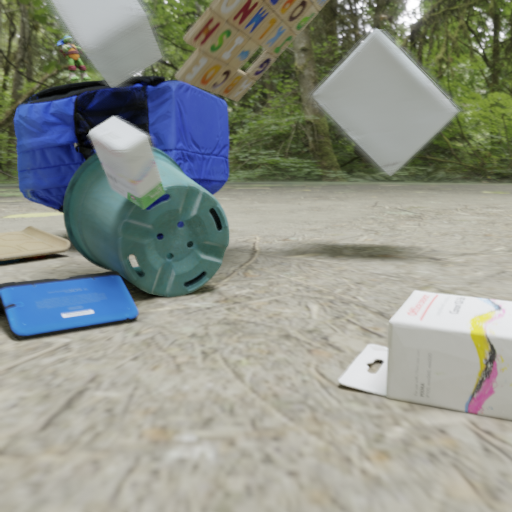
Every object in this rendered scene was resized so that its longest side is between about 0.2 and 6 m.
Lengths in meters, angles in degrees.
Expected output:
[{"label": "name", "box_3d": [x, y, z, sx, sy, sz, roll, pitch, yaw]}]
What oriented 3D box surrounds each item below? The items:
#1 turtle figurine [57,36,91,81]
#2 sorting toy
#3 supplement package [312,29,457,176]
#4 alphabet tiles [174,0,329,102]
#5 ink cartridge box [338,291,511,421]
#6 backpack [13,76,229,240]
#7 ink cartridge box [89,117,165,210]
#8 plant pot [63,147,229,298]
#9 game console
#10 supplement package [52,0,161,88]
[{"label": "turtle figurine", "box_3d": [-3.888, -4.396, 12.323, 1.009, 0.978, 0.726, -8, 13, 5]}, {"label": "sorting toy", "box_3d": [-4.364, -0.207, 9.501, 2.046, 0.274, 1.525, 17, 22, 36]}, {"label": "supplement package", "box_3d": [2.163, -2.530, 9.405, 1.394, 1.813, 1.896, -44, 0, 20]}, {"label": "alphabet tiles", "box_3d": [0.063, -3.406, 8.214, 2.549, 0.115, 3.049, -44, -5, 18]}, {"label": "ink cartridge box", "box_3d": [1.506, 0.649, 3.910, 1.681, 0.567, 0.979, 4, 10, 25]}, {"label": "backpack", "box_3d": [-2.706, -1.795, 10.753, 3.675, 3.083, 2.986, 1, 1, 17]}, {"label": "ink cartridge box", "box_3d": [-1.308, -0.944, 5.719, 0.566, 0.779, 0.341, 32, 62, 31]}, {"label": "plant pot", "box_3d": [-1.325, -0.410, 7.137, 1.850, 1.850, 1.812, -5, 18, -29]}, {"label": "game console", "box_3d": [-1.965, 0.585, 5.711, 1.201, 0.710, 1.025, -7, 43, -34]}, {"label": "supplement package", "box_3d": [-1.821, -2.849, 6.963, 0.853, 0.821, 1.499, -32, 2, -2]}]
